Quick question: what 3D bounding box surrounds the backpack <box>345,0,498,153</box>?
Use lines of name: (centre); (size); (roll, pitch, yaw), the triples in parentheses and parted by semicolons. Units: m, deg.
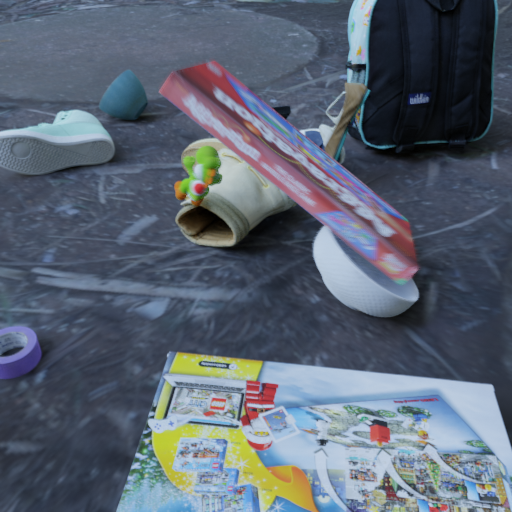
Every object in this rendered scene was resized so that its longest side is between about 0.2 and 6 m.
backpack: (3.724, -4.632, 13.121); (3.352, 3.813, 2.923); (-4, 27, -4)

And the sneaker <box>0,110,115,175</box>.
sneaker: (-4.768, -2.680, 12.816); (2.712, 0.998, 1.600); (-7, 40, -26)

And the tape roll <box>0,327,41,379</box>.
tape roll: (-3.410, 1.341, 7.808); (0.734, 0.312, 0.734); (-1, 35, 0)

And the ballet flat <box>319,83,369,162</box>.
ballet flat: (1.664, -2.700, 11.349); (0.628, 1.737, 0.589); (25, 26, 4)

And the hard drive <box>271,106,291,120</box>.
hard drive: (0.219, -3.254, 13.591); (0.944, 0.223, 1.353); (-9, -5, -13)

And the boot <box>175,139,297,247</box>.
boot: (-0.859, -1.255, 10.859); (2.904, 1.057, 2.257); (27, 45, 27)

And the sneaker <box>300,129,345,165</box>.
sneaker: (0.738, -2.340, 12.487); (2.500, 0.937, 1.056); (19, 38, 37)

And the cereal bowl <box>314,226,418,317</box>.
cereal bowl: (1.560, 0.277, 8.576); (1.794, 0.747, 1.794); (33, 25, -18)

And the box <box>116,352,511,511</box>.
box: (0.696, 2.386, 5.868); (3.934, 0.741, 2.687); (5, 36, 5)

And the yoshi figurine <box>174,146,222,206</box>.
yoshi figurine: (-0.889, -1.358, 9.135); (0.662, 1.178, 0.659); (-34, 85, -38)

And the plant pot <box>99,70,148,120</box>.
plant pot: (-3.396, -4.126, 14.847); (0.875, 1.299, 1.299); (38, 39, -8)

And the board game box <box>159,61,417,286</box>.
board game box: (0.688, -1.447, 8.852); (4.409, 0.429, 2.270); (38, 25, -6)
